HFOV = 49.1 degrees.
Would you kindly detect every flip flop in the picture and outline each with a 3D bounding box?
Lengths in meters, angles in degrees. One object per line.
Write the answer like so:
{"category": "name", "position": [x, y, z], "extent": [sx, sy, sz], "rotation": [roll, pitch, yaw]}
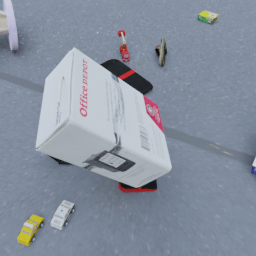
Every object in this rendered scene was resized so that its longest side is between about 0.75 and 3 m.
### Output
{"category": "flip flop", "position": [1.407, -3.336, 12.227], "extent": [0.495, 0.697, 1.719], "rotation": [-2, 51, 18]}

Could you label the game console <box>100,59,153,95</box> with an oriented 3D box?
{"category": "game console", "position": [-0.734, -1.584, 10.788], "extent": [2.680, 0.416, 2.370], "rotation": [-35, 62, -27]}

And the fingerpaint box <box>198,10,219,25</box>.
{"category": "fingerpaint box", "position": [4.181, -5.778, 14.611], "extent": [0.831, 0.305, 0.693], "rotation": [31, 55, 24]}

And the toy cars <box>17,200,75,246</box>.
{"category": "toy cars", "position": [-2.077, 2.353, 7.153], "extent": [1.610, 0.357, 0.722], "rotation": [-22, 52, -19]}

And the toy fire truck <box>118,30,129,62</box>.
{"category": "toy fire truck", "position": [-0.186, -3.598, 12.226], "extent": [0.307, 0.889, 1.261], "rotation": [-9, 48, -7]}

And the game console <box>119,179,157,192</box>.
{"category": "game console", "position": [0.264, 1.319, 8.244], "extent": [1.092, 0.192, 1.235], "rotation": [1, 48, -4]}

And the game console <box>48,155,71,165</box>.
{"category": "game console", "position": [-1.931, 0.473, 8.652], "extent": [1.028, 0.680, 1.169], "rotation": [0, 48, 0]}

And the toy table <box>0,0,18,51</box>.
{"category": "toy table", "position": [-5.840, -4.591, 12.268], "extent": [1.586, 2.490, 2.709], "rotation": [-8, 51, -24]}

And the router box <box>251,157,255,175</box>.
{"category": "router box", "position": [4.971, 0.783, 7.938], "extent": [2.216, 0.541, 1.989], "rotation": [21, 65, 29]}

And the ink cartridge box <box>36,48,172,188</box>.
{"category": "ink cartridge box", "position": [-0.476, -0.118, 6.317], "extent": [2.834, 1.182, 2.058], "rotation": [29, 40, -36]}
